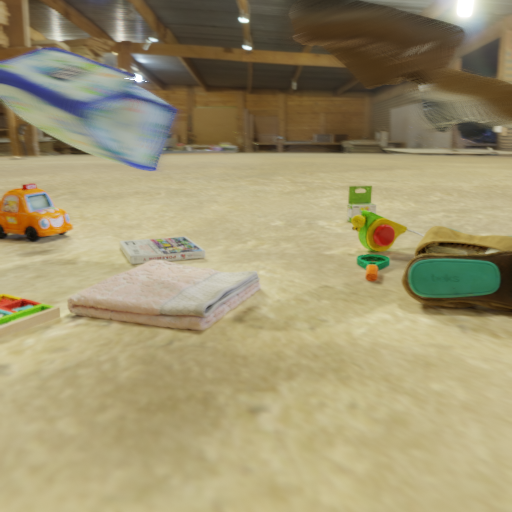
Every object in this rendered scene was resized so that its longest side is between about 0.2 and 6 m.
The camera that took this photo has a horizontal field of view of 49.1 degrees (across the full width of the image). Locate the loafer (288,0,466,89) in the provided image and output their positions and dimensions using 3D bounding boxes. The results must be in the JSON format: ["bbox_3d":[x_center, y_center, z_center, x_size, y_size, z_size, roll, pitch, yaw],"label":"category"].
[{"bbox_3d":[2.012,-3.302,9.013,3.580,1.271,1.307,-5,31,-34],"label":"loafer"}]

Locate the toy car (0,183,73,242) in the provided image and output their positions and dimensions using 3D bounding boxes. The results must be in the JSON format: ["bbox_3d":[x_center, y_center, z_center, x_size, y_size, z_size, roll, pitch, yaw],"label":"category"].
[{"bbox_3d":[-6.140,-0.862,12.339,1.905,1.293,3.885,11,16,39],"label":"toy car"}]

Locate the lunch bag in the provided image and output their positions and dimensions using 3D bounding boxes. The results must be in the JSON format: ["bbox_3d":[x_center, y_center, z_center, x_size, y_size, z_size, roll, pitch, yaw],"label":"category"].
[{"bbox_3d":[-3.051,-2.646,9.946,2.175,1.630,2.558,24,12,19],"label":"lunch bag"}]

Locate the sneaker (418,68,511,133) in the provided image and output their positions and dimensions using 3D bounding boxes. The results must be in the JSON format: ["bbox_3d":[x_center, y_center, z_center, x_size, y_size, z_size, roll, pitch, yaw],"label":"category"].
[{"bbox_3d":[4.466,-3.004,11.554,2.389,0.837,1.296,31,-12,26],"label":"sneaker"}]

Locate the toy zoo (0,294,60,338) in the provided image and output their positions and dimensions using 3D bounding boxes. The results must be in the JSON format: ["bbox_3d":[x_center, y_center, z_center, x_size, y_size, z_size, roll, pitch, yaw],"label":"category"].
[{"bbox_3d":[-3.628,0.793,7.805,1.499,0.153,0.983,9,16,31],"label":"toy zoo"}]

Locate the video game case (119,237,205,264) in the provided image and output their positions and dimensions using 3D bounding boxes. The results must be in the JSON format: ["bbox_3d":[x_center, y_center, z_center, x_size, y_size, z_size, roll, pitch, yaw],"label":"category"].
[{"bbox_3d":[-1.989,-0.135,11.667,1.492,0.188,1.637,-5,13,-20],"label":"video game case"}]

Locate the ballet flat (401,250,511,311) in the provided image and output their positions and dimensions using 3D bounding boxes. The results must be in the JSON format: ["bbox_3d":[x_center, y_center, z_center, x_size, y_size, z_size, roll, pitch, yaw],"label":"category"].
[{"bbox_3d":[3.629,0.412,8.215,2.902,0.984,1.050,-1,-6,14],"label":"ballet flat"}]

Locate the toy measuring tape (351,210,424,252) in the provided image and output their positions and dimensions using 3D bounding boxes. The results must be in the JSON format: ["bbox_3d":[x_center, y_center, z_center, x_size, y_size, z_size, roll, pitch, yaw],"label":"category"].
[{"bbox_3d":[2.903,-0.341,11.984,2.195,0.807,0.807,19,5,-25],"label":"toy measuring tape"}]

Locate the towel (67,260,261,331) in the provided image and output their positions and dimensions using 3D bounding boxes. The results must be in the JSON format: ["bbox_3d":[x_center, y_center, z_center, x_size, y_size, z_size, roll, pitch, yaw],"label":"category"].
[{"bbox_3d":[-1.294,0.516,8.543,2.183,0.368,2.286,5,13,20],"label":"towel"}]

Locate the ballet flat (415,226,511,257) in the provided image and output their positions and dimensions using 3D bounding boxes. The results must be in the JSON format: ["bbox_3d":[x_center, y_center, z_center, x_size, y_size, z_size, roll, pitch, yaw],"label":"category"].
[{"bbox_3d":[3.935,0.092,9.810,0.843,0.918,2.674,-37,26,-21],"label":"ballet flat"}]

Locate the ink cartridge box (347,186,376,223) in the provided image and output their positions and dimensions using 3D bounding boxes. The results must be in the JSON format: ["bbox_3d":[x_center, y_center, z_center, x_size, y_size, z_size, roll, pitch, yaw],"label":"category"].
[{"bbox_3d":[2.884,-1.404,15.277,0.718,0.972,0.368,-3,14,-12],"label":"ink cartridge box"}]

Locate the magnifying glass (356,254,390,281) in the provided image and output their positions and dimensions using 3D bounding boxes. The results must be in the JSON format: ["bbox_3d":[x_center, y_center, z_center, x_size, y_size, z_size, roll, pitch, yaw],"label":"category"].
[{"bbox_3d":[2.148,0.202,10.348,0.626,0.176,1.573,3,12,12],"label":"magnifying glass"}]
